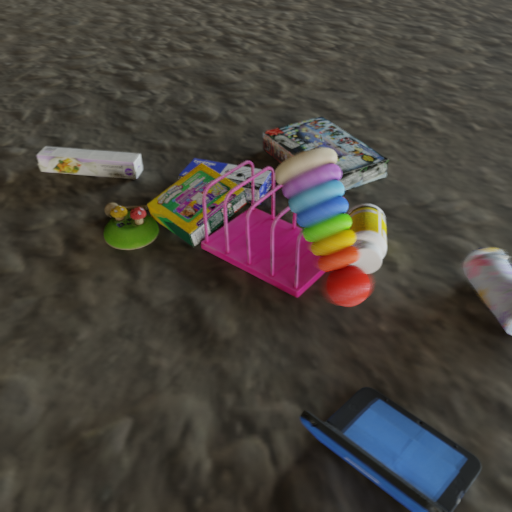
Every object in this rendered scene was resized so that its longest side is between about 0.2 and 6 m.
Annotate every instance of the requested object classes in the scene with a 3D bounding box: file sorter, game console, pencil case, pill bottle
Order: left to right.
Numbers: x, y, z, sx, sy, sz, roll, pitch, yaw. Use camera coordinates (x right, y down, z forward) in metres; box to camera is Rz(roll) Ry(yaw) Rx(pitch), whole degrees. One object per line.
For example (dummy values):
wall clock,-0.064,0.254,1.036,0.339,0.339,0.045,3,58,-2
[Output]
file sorter,0.287,-0.586,9.524,2.107,1.322,1.464,26,46,29
pill bottle,1.879,-0.287,9.639,0.708,0.708,1.258,6,38,7
game console,1.581,2.128,6.437,1.741,1.486,1.030,30,74,32
pencil case,3.835,0.529,8.662,0.696,0.638,1.535,-21,40,6

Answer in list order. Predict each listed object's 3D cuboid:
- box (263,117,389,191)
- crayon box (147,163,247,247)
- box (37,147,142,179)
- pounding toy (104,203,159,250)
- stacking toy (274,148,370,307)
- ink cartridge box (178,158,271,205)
box,1.457,-2.234,12.248,1.659,0.483,2.424,-21,43,-24
crayon box,-1.099,-0.981,10.465,1.218,0.412,1.412,34,63,31
box,-3.562,-1.996,11.999,2.188,0.423,0.453,5,39,6
pounding toy,-2.333,-0.730,10.281,0.998,0.600,1.293,-8,40,-10
stacking toy,1.065,-0.362,8.027,0.954,0.954,2.234,-18,83,-21
ink cartridge box,-0.624,-1.529,11.452,1.731,0.383,0.814,12,39,15
